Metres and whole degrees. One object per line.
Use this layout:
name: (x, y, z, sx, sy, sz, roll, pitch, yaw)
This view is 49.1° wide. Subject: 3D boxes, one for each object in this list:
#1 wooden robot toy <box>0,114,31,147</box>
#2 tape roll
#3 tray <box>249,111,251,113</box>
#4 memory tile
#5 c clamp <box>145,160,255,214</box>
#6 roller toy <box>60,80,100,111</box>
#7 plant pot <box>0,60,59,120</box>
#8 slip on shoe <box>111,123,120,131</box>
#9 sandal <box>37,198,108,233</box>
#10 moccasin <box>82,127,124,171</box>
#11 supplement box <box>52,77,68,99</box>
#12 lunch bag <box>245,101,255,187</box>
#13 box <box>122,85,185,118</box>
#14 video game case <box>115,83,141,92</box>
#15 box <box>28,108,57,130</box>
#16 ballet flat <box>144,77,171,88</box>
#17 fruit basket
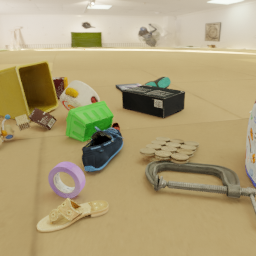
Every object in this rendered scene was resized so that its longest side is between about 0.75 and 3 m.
wooden robot toy: (-4.142, 0.333, 8.758, 2.278, 1.003, 1.034, -14, 60, -33)
tape roll: (-1.349, 1.147, 6.176, 0.785, 0.785, 0.258, 6, 21, 16)
tray: (5.989, -0.830, 12.407, 0.776, 0.160, 1.446, 17, 27, 36)
memory tile: (1.263, 0.607, 8.230, 1.424, 0.156, 1.858, 7, 15, 24)
c clamp: (1.593, 1.214, 6.523, 2.604, 0.353, 2.225, 5, 18, 17)
roller toy: (-1.915, -1.069, 11.031, 1.061, 1.385, 1.518, -58, 17, -20)
plant pot: (-4.631, -1.567, 11.843, 2.188, 2.125, 2.139, -3, 18, 19)
slip on shoe: (-0.421, 0.152, 9.460, 0.408, 0.337, 1.102, 1, 27, -2)
sandal: (-1.083, 1.559, 5.512, 1.444, 0.475, 0.530, -9, 22, -23)
moccasin: (-0.650, 0.401, 7.983, 0.907, 0.769, 2.255, -10, 18, 14)
supplement box: (-3.661, -2.058, 14.436, 1.056, 1.041, 0.701, -2, 20, -4)
lunch bag: (3.734, 0.173, 6.946, 1.538, 2.112, 2.484, 11, 22, 32)
box: (1.114, -1.251, 12.449, 2.313, 0.912, 1.632, 17, 30, 39)
video game case: (0.235, -2.293, 16.305, 1.482, 0.197, 2.075, -6, 20, -16)
box: (-3.145, -0.347, 10.306, 0.950, 0.356, 0.476, 21, 70, 28)
ballet flat: (1.386, -2.161, 15.225, 0.904, 0.904, 2.476, 16, 32, 36)
fruit basket: (-1.540, -0.324, 9.800, 1.725, 1.244, 1.725, 11, 32, -7)
